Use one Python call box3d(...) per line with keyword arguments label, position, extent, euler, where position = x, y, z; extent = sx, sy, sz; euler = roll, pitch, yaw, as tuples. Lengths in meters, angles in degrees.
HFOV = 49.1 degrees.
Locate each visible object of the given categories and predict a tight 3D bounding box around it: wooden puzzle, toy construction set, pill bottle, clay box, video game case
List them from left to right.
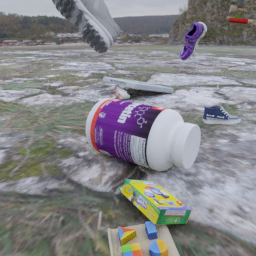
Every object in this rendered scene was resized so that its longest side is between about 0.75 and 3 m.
box3d(label="video game case", position=(0.471, -1.965, 12.756), extent=(2.444, 0.270, 2.225), euler=(-1, 15, -42))
box3d(label="pill bottle", position=(0.308, 0.139, 6.188), extent=(2.367, 1.331, 1.331), euler=(13, 24, 32))
box3d(label="wooden puzzle", position=(0.204, 1.584, 3.867), extent=(0.914, 0.212, 0.847), euler=(-3, 20, -9))
box3d(label="clay box", position=(0.395, 1.160, 4.641), extent=(0.671, 0.278, 1.169), euler=(12, 11, -35))
box3d(label="toy construction set", position=(3.559, -3.687, 7.716), extent=(1.308, 1.702, 1.419), euler=(9, 6, 6))

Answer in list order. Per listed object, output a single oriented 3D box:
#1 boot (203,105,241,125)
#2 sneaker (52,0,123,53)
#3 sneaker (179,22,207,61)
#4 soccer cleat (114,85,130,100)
box3d(label="boot", position=(2.997, -0.428, 8.874), extent=(1.210, 0.547, 0.440), euler=(-1, 20, -4))
box3d(label="sneaker", position=(-1.206, -3.411, 7.860), extent=(0.991, 2.652, 1.087), euler=(-15, 26, 52))
box3d(label="sneaker", position=(2.422, -3.451, 11.089), extent=(0.669, 1.603, 0.646), euler=(2, 39, -32))
box3d(label="soccer cleat", position=(-0.270, -1.513, 12.091), extent=(0.493, 0.440, 1.271), euler=(-1, 26, -16))
